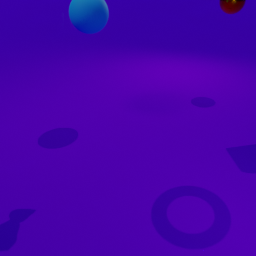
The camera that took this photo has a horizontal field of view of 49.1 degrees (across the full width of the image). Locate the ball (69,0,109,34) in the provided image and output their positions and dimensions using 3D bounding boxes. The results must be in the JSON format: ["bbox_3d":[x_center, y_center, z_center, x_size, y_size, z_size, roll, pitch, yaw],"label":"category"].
[{"bbox_3d":[-1.049,-3.085,7.531,1.054,1.054,1.054,0,29,0],"label":"ball"}]

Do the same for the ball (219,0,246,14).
[{"bbox_3d":[3.612,-4.395,9.679,0.868,0.868,0.868,0,29,0],"label":"ball"}]
